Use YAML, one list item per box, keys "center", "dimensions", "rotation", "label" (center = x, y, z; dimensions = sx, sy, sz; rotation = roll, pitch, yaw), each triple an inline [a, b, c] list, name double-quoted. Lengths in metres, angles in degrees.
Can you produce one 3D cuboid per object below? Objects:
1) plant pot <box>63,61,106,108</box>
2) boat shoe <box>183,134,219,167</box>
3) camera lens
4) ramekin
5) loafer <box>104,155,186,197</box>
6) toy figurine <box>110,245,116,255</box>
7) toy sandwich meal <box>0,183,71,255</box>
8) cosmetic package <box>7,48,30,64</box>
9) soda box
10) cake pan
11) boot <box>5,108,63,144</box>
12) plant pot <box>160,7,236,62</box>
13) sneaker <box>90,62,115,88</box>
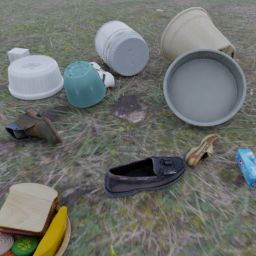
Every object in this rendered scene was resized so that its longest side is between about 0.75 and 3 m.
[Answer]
- center: [-1.862, -1.893, 11.448]
  dimensions: [1.673, 1.342, 1.673]
  rotation: [-6, 50, 7]
  label: "plant pot"
- center: [2.440, 0.772, 9.000]
  dimensions: [1.518, 0.574, 0.561]
  rotation: [-33, 53, -24]
  label: "boat shoe"
- center: [-0.362, -3.963, 13.861]
  dimensions: [2.086, 2.086, 2.608]
  rotation: [-14, 39, -18]
  label: "camera lens"
- center: [-4.161, -2.349, 12.525]
  dimensions: [2.461, 1.146, 2.461]
  rotation: [0, 38, 0]
  label: "ramekin"
- center: [0.559, 1.259, 8.076]
  dimensions: [2.588, 0.815, 0.930]
  rotation: [-14, 40, -18]
  label: "loafer"
- center: [-0.439, 3.289, 5.463]
  dimensions: [0.972, 0.856, 1.623]
  rotation: [-20, 40, -16]
  label: "toy figurine"
- center: [-2.432, 2.365, 6.627]
  dimensions: [2.374, 0.813, 2.374]
  rotation: [0, 37, 0]
  label: "toy sandwich meal"
- center: [-5.697, -3.725, 14.703]
  dimensions: [0.839, 0.702, 0.698]
  rotation: [10, 39, 13]
  label: "cosmetic package"
- center: [3.701, 1.188, 8.522]
  dimensions: [0.417, 0.394, 1.229]
  rotation: [-1, 38, -1]
  label: "soda box"
- center: [2.821, -1.486, 10.501]
  dimensions: [2.973, 0.545, 2.973]
  rotation: [-1, 80, 6]
  label: "cake pan"
- center: [-3.221, 0.194, 9.567]
  dimensions: [1.207, 0.930, 2.490]
  rotation: [-36, 40, -24]
  label: "boot"
- center: [3.468, -3.728, 13.310]
  dimensions: [2.928, 2.928, 2.680]
  rotation: [-17, 51, -21]
  label: "plant pot"
- center: [-1.531, -2.436, 12.988]
  dimensions: [0.824, 0.759, 2.059]
  rotation: [-29, 46, -30]
  label: "sneaker"
